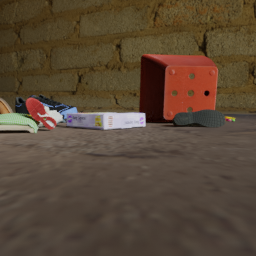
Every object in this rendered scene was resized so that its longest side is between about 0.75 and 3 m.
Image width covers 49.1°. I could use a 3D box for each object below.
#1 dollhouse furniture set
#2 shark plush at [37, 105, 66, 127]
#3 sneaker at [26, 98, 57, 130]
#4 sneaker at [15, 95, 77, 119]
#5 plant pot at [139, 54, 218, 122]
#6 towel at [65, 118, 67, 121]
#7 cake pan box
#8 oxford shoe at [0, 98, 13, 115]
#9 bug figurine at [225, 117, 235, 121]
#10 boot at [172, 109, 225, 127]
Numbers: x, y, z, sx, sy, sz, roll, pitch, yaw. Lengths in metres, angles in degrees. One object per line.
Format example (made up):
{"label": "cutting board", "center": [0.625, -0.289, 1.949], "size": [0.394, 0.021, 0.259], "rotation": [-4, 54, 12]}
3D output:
{"label": "dollhouse furniture set", "center": [-3.607, -0.501, 6.567], "size": [2.973, 1.148, 1.486], "rotation": [0, 5, -17]}
{"label": "shark plush", "center": [-2.452, -0.303, 8.749], "size": [0.665, 0.725, 1.595], "rotation": [-31, 3, 17]}
{"label": "sneaker", "center": [-2.250, -0.382, 6.930], "size": [0.395, 1.008, 0.582], "rotation": [-46, 42, -19]}
{"label": "sneaker", "center": [-3.412, -0.852, 11.460], "size": [2.744, 1.069, 0.962], "rotation": [-3, 12, 13]}
{"label": "plant pot", "center": [2.156, -1.555, 11.621], "size": [2.981, 2.978, 2.627], "rotation": [0, 12, -6]}
{"label": "towel", "center": [-1.468, -0.342, 11.564], "size": [1.763, 0.270, 2.311], "rotation": [-2, 3, -31]}
{"label": "cake pan box", "center": [-0.619, -0.232, 8.307], "size": [1.658, 0.471, 1.800], "rotation": [7, 7, 43]}
{"label": "oxford shoe", "center": [-5.301, -0.509, 10.747], "size": [2.933, 1.046, 1.045], "rotation": [2, 31, 42]}
{"label": "bug figurine", "center": [4.418, -0.400, 12.621], "size": [0.670, 0.222, 0.864], "rotation": [12, 7, 43]}
{"label": "boot", "center": [2.212, -0.289, 8.949], "size": [1.597, 0.541, 1.043], "rotation": [2, -1, 9]}
